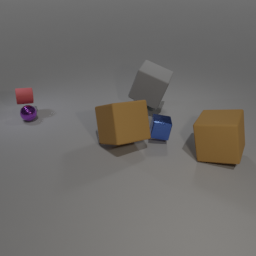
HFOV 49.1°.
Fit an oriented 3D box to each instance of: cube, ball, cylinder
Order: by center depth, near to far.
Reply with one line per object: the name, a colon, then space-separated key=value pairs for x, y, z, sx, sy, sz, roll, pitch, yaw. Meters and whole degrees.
cube: x=3.151 y=0.254 z=9.578 sx=1.400 sy=1.400 sz=1.400 roll=1 pitch=25 yaw=30
cube: x=-0.205 y=-0.201 z=10.103 sx=1.400 sy=1.400 sz=1.400 roll=-10 pitch=4 yaw=-31
cube: x=1.229 y=-0.041 z=10.575 sx=0.700 sy=0.700 sz=0.700 roll=9 pitch=28 yaw=-2
ball: x=-4.348 y=-0.651 z=12.232 sx=0.700 sy=0.700 sz=0.700 roll=0 pitch=29 yaw=0
cube: x=1.021 y=-1.935 z=12.411 sx=1.400 sy=1.400 sz=1.400 roll=25 pitch=35 yaw=3
cylinder: x=-4.618 y=-1.424 z=12.484 sx=0.700 sy=0.700 sz=0.700 roll=-7 pitch=30 yaw=-22
